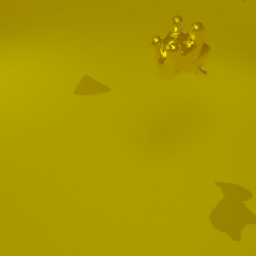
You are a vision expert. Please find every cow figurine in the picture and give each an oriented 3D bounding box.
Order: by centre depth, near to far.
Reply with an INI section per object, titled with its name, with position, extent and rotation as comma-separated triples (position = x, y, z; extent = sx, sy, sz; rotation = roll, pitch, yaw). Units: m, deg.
[cow figurine]
position = 0.972, -1.272, 5.089
extent = 0.782, 1.401, 1.424
rotation = 32, 64, 27
